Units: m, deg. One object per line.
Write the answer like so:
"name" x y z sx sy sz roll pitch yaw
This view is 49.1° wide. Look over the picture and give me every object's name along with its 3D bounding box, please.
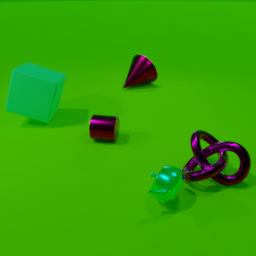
"cylinder" -0.647 -0.006 7.841 0.709 0.709 0.709 5 27 10
"cone" 0.268 -2.122 11.926 1.429 1.429 1.434 24 59 39
"knot shape" 1.880 0.616 6.337 1.479 0.684 1.384 -10 48 4
"cube" -2.842 -1.134 8.787 1.323 1.323 1.323 17 21 -7
"teapot" 0.721 1.085 5.543 0.619 0.786 1.264 30 26 11
